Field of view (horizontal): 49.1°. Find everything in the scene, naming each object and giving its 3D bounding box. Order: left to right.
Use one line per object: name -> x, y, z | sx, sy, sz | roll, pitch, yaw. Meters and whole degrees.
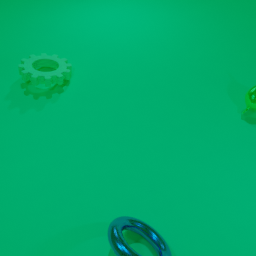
gear -> -2.642, -1.889, 8.998 | 1.605, 0.297, 1.605 | 6, 40, -5
ring -> 0.229, 2.190, 5.280 | 1.364, 0.273, 1.364 | 29, 13, -7
monkey head -> 3.682, -0.846, 8.018 | 0.684, 0.816, 1.135 | 22, 97, 10
